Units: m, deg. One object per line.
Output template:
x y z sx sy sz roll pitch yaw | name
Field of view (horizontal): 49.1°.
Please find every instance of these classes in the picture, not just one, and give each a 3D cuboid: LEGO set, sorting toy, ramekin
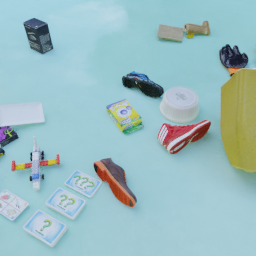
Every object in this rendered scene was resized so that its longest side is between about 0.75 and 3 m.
-2.524 1.497 7.672 2.971 0.729 2.219 22 46 20 | LEGO set
2.391 -4.677 13.978 1.825 0.244 1.360 11 46 2 | sorting toy
1.855 -0.884 9.968 1.419 0.661 1.419 -1 46 1 | ramekin

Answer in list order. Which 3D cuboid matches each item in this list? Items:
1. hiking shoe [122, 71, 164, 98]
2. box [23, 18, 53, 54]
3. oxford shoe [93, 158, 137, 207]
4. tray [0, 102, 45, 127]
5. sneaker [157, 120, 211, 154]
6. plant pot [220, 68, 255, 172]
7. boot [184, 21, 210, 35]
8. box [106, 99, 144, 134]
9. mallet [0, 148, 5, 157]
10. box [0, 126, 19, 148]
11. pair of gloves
0.661 -1.791 10.838 1.818 0.676 0.788 26 52 23 | hiking shoe
-4.058 -4.178 12.723 0.955 1.291 0.673 30 53 26 | box
-0.244 1.423 7.781 0.648 0.636 1.788 -24 51 -29 | oxford shoe
-3.619 -0.456 9.498 1.456 0.162 0.782 -7 70 -25 | tray
1.748 0.007 9.092 1.829 0.716 1.056 -26 53 -25 | sneaker
3.894 0.004 7.718 2.466 2.450 2.523 7 88 8 | plant pot
3.461 -5.153 14.158 1.263 0.418 1.106 5 46 -7 | boot
-0.102 -0.399 9.738 0.819 0.337 1.395 -23 52 -20 | box
-4.358 1.313 7.751 0.501 0.801 2.433 16 48 15 | mallet
-4.404 0.155 9.252 1.345 0.243 0.962 34 54 30 | box
5.403 -2.968 12.245 2.661 0.329 2.370 -2 47 2 | pair of gloves
